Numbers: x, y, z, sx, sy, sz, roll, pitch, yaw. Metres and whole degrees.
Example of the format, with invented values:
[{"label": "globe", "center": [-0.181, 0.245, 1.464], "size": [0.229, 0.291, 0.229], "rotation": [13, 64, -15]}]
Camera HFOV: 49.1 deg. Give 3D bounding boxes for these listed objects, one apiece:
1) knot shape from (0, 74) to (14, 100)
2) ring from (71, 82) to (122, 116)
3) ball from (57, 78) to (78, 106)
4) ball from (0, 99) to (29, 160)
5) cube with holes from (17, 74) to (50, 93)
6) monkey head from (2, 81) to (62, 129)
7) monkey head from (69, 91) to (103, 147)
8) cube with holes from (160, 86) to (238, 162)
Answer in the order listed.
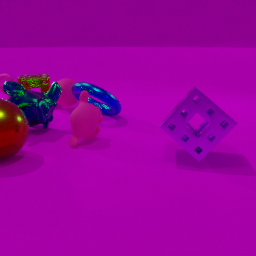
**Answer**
[{"label": "knot shape", "center": [-4.041, -1.271, 9.602], "size": [0.504, 1.091, 1.021], "rotation": [-34, 40, -32]}, {"label": "ring", "center": [-0.970, -0.883, 8.664], "size": [1.687, 0.337, 1.687], "rotation": [23, -14, 6]}, {"label": "ball", "center": [-2.118, -1.236, 9.718], "size": [0.963, 0.963, 0.963], "rotation": [0, 18, 0]}, {"label": "ball", "center": [-2.659, 0.026, 5.660], "size": [1.251, 1.251, 1.251], "rotation": [0, 18, 0]}, {"label": "cube with holes", "center": [-3.451, -1.397, 10.471], "size": [1.083, 1.083, 1.083], "rotation": [-5, 18, -15]}, {"label": "monkey head", "center": [-2.491, -0.690, 7.436], "size": [1.175, 1.402, 1.949], "rotation": [20, -22, 6]}, {"label": "monkey head", "center": [-1.129, -0.189, 6.773], "size": [0.970, 1.348, 0.812], "rotation": [9, -6, 33]}, {"label": "cube with holes", "center": [1.398, -0.133, 5.715], "size": [1.010, 1.010, 1.010], "rotation": [42, 15, 2]}]
